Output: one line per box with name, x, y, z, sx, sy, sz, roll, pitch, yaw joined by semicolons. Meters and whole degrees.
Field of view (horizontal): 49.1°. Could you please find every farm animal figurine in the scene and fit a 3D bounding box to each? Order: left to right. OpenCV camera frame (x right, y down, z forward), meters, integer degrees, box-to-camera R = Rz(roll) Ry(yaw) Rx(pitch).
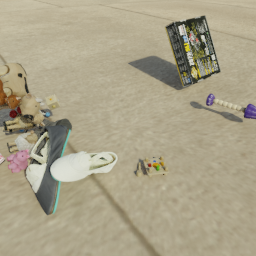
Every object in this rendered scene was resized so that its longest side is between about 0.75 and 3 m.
farm animal figurine;-2.590;-0.316;6.909;1.192;2.371;1.914;-16;31;-12

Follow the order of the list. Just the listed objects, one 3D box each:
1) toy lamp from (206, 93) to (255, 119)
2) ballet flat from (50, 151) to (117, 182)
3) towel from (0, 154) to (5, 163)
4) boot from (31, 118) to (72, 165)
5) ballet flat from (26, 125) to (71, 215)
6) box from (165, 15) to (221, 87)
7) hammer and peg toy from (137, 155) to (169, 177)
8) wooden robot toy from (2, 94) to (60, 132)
toy lamp;3.292;-0.669;8.765;1.666;0.485;0.485;22;39;33
ballet flat;-0.889;0.751;6.224;0.632;0.632;1.820;24;13;33
towel;-3.799;0.750;6.664;1.670;0.250;1.222;29;64;37
boot;-2.233;0.459;7.439;1.092;0.579;1.658;-4;44;37
ballet flat;-1.823;0.816;6.237;0.821;0.821;2.248;0;50;0
box;2.532;-2.966;10.714;1.873;2.345;0.579;-26;11;-32
hammer and peg toy;0.571;0.934;6.880;0.782;0.276;0.575;-5;34;-8
wooden robot toy;-2.934;-0.632;8.173;1.862;0.820;0.845;-28;60;13
